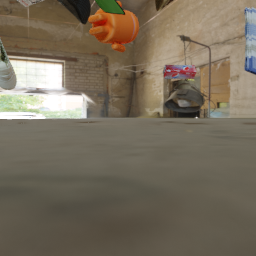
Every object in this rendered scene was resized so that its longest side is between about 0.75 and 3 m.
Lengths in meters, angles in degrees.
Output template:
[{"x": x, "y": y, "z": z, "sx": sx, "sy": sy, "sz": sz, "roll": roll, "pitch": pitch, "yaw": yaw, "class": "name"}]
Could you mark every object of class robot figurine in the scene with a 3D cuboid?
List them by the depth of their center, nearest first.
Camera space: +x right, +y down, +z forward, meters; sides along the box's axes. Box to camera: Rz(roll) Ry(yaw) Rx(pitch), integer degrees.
[{"x": -0.443, "y": -3.692, "z": 10.253, "sx": 2.113, "sy": 1.520, "sz": 1.232, "roll": -16, "pitch": -23, "yaw": -45, "class": "robot figurine"}]

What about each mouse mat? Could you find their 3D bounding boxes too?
[{"x": -0.896, "y": -3.792, "z": 7.629, "sx": 1.693, "sy": 0.079, "sz": 2.104, "roll": 44, "pitch": 1, "yaw": -31, "class": "mouse mat"}]

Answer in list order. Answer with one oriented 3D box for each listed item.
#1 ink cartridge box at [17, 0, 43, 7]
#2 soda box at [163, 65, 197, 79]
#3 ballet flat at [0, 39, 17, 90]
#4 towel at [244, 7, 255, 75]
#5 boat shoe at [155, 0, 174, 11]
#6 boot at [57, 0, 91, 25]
[{"x": -2.830, "y": -4.129, "z": 8.469, "sx": 1.054, "sy": 0.441, "sz": 0.760, "roll": -18, "pitch": 10, "yaw": 2, "class": "ink cartridge box"}, {"x": 1.776, "y": -1.931, "z": 9.661, "sx": 1.090, "sy": 0.346, "sz": 0.382, "roll": -2, "pitch": -33, "yaw": -9, "class": "soda box"}, {"x": -4.465, "y": -2.396, "z": 9.585, "sx": 0.868, "sy": 2.501, "sz": 0.868, "roll": -9, "pitch": 27, "yaw": 5, "class": "ballet flat"}, {"x": 4.180, "y": -2.482, "z": 8.502, "sx": 1.642, "sy": 2.236, "sz": 0.266, "roll": 13, "pitch": -18, "yaw": -20, "class": "towel"}, {"x": 1.175, "y": -3.884, "z": 8.287, "sx": 0.550, "sy": 0.552, "sz": 1.529, "roll": -8, "pitch": 3, "yaw": -7, "class": "boat shoe"}, {"x": -1.308, "y": -2.666, "z": 5.774, "sx": 0.848, "sy": 0.450, "sz": 1.289, "roll": 20, "pitch": -7, "yaw": 12, "class": "boot"}]
